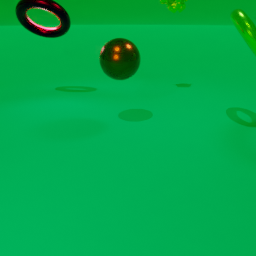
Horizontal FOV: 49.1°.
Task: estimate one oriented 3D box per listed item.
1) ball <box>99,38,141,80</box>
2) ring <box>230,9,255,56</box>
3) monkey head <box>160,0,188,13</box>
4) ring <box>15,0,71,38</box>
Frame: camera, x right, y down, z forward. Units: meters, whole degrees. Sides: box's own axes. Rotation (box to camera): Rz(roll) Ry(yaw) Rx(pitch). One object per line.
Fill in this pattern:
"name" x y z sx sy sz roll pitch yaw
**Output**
"ball" -0.238 -2.036 8.325 1.229 1.229 1.229 0 22 0
"ring" 3.417 -2.452 7.666 0.370 1.851 1.851 -35 8 27
"monkey head" 1.885 -4.993 10.974 1.187 0.854 0.715 -8 58 -5
"ring" -3.259 -4.234 10.827 2.078 0.416 2.078 4 -20 1
